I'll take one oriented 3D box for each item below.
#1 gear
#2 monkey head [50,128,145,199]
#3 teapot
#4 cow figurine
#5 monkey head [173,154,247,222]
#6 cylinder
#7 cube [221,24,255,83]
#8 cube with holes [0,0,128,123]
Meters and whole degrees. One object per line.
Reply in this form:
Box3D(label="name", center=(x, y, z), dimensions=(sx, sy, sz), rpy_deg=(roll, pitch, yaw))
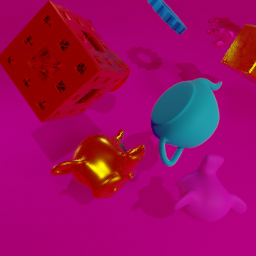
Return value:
Box3D(label="gear", center=(1.198, -3.511, 8.619), dimensions=(1.484, 0.274, 1.484), rpy_deg=(37, 27, -23))
Box3D(label="monkey head", center=(-0.268, 0.370, 3.614), dimensions=(0.813, 0.970, 1.349), rpy_deg=(46, 42, 12))
Box3D(label="teapot", center=(1.121, -0.236, 5.121), dimensions=(1.279, 1.007, 2.057), rpy_deg=(2, 57, 59))
Box3D(label="cow figurine", center=(3.100, -2.747, 8.111), dimensions=(1.374, 0.766, 1.396), rpy_deg=(-7, 46, -1))
Box3D(label="monkey head", center=(1.347, 1.023, 4.672), dimensions=(1.438, 1.035, 0.867), rpy_deg=(10, 32, -22))
Box3D(label="cylinder", center=(-0.566, -1.571, 7.428), dimensions=(0.910, 0.910, 0.910), rpy_deg=(-29, 42, 30))
Box3D(label="cube", center=(2.534, -1.360, 5.385), dimensions=(0.856, 0.856, 0.856), rpy_deg=(22, 17, -27))
Box3D(label="cube with holes", center=(-1.037, -1.038, 4.755), dimensions=(1.277, 1.277, 1.277), rpy_deg=(-37, 85, 19))
